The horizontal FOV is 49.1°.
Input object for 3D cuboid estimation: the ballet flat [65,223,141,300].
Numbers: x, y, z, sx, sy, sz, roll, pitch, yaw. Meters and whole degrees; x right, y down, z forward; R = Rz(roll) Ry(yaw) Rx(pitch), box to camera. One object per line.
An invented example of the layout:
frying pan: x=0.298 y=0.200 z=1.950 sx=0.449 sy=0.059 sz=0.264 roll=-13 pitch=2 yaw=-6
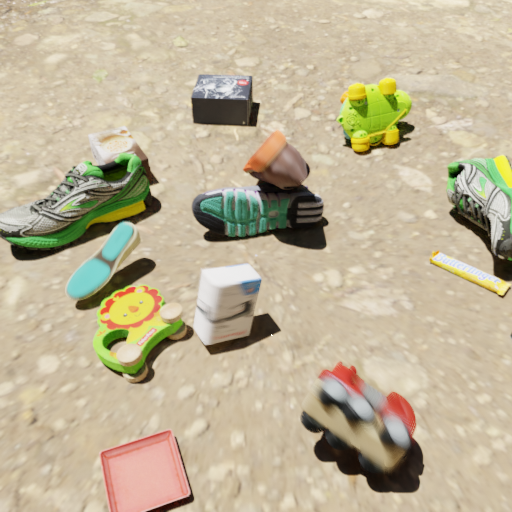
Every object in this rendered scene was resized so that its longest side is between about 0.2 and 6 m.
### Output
ballet flat: x=-2.861 y=0.168 z=10.686 sx=0.634 sy=0.634 sz=1.826 roll=30 pitch=71 yaw=28

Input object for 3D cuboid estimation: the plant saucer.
plant saucer: x=-1.593 y=3.126 z=7.968 sx=1.090 sy=0.200 sz=1.088 roll=-15 pitch=45 yaw=-14

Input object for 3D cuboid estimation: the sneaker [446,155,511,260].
sneaker: x=4.818 y=-1.006 z=11.860 sx=1.429 sy=1.309 sz=3.354 roll=-2 pitch=33 yaw=9

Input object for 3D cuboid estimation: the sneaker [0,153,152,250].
sneaker: x=-3.889 y=-1.277 z=11.831 sx=3.381 sy=1.440 sz=1.319 roll=-28 pitch=50 yaw=-26

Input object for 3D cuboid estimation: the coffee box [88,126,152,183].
coffee box: x=-3.295 y=-2.372 z=13.563 sx=0.987 sy=0.688 sz=1.726 roll=-21 pitch=47 yaw=-21

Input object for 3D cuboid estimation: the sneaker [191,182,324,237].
sneaker: x=-0.032 y=-1.123 z=12.148 sx=2.842 sy=1.058 sz=1.244 roll=0 pitch=30 yaw=-15

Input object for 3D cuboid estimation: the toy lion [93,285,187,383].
toy lion: x=-2.192 y=1.212 z=9.864 sx=1.643 sy=0.589 sz=1.714 roll=18 pitch=45 yaw=28

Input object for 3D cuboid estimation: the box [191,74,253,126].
box: x=-0.920 y=-4.374 z=15.637 sx=1.570 sy=0.818 sz=1.430 roll=2 pitch=44 yaw=3

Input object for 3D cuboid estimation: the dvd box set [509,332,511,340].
dvd box set: x=5.652 y=1.483 z=9.676 sx=1.962 sy=0.288 sz=1.435 roll=-17 pitch=44 yaw=-18

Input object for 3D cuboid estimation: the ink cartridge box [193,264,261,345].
ink cartridge box: x=-0.500 y=0.826 z=9.545 sx=0.900 sy=1.244 sz=0.524 roll=-8 pitch=36 yaw=-30

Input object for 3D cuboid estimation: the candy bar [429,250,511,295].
candy bar: x=4.163 y=0.320 z=11.032 sx=1.599 sy=0.177 sz=0.399 roll=29 pitch=50 yaw=27

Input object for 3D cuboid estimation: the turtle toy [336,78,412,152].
turtle toy: x=3.091 y=-3.737 z=14.550 sx=2.327 sy=1.696 sz=1.176 roll=-15 pitch=23 yaw=-17

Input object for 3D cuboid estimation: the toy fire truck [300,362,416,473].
toy fire truck: x=1.557 y=2.126 z=8.159 sx=1.458 sy=1.066 sz=1.657 roll=31 pitch=37 yaw=12

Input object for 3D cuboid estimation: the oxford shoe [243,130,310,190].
oxford shoe: x=0.474 y=-1.883 z=12.025 sx=1.153 sy=1.132 sz=3.180 roll=42 pitch=9 yaw=-6
